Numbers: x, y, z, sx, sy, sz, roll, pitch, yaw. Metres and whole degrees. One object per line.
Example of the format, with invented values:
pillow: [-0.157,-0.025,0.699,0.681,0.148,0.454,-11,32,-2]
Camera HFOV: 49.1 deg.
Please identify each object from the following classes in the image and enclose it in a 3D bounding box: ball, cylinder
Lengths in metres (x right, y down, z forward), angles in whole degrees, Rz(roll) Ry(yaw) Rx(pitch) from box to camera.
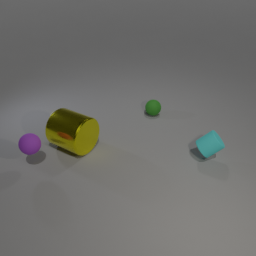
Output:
ball: [1.106,-0.899,12.300,0.700,0.700,0.700,0,33,0]
cylinder: [-1.985,0.120,10.105,1.400,1.400,1.400,19,38,27]
cylinder: [2.780,0.543,9.481,0.700,0.700,0.700,-37,24,23]
ball: [-3.168,0.517,9.043,0.700,0.700,0.700,0,33,0]
